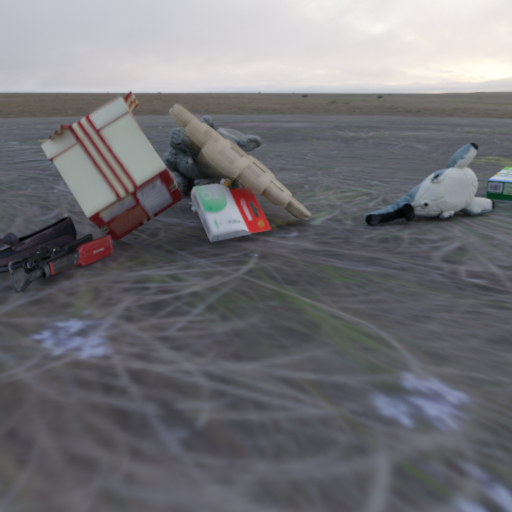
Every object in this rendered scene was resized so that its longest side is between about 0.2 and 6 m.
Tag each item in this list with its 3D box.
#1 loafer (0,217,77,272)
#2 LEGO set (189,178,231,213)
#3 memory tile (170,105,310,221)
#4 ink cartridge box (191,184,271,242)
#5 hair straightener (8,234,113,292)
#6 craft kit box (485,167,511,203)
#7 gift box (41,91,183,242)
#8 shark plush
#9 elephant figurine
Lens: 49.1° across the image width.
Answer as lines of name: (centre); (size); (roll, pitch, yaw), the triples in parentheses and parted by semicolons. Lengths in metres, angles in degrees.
loafer: (-3.855, -0.199, 9.141); (0.709, 0.621, 1.971); (15, 23, 40)
LEGO set: (-0.852, -1.204, 12.344); (0.536, 0.663, 1.441); (18, 30, 26)
memory tile: (-0.293, -1.820, 11.292); (3.122, 0.262, 2.393); (26, 20, -48)
ink cartridge box: (-0.428, -0.859, 10.312); (1.299, 0.325, 1.046); (-13, 65, -27)
hair straightener: (-3.141, 0.087, 8.795); (0.803, 0.427, 2.087); (5, 23, 19)
craft kit box: (7.411, -1.751, 14.205); (2.571, 0.624, 2.539); (11, 23, 31)
gift box: (-2.460, -1.618, 9.763); (1.796, 1.817, 1.946); (-33, -14, -10)
shark plush: (3.784, -1.099, 12.306); (3.431, 1.559, 1.429); (-35, 13, -28)
elephant figurine: (-0.908, -2.271, 13.529); (2.400, 2.189, 3.094); (-24, 19, -21)
